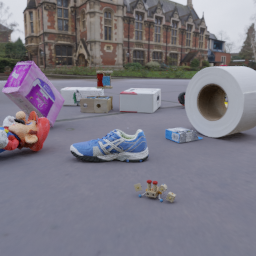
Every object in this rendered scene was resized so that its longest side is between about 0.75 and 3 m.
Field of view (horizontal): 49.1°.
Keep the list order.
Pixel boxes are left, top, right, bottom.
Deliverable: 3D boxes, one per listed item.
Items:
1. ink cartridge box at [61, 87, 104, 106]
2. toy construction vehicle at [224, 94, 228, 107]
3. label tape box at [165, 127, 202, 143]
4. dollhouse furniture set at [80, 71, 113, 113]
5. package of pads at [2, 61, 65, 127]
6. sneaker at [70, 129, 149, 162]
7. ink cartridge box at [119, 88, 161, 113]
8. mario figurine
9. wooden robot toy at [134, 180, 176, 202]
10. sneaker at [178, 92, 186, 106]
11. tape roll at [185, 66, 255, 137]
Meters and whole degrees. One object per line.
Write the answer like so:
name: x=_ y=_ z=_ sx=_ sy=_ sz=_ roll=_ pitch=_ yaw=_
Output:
ink cartridge box: x=-2.841 y=-2.016 z=17.766 sx=2.459 sy=1.037 sz=1.796 roll=0 pitch=13 yaw=2
toy construction vehicle: x=5.041 y=-1.068 z=14.241 sx=2.952 sy=1.040 sz=2.570 roll=-13 pitch=29 yaw=-37
label tape box: x=1.919 y=0.209 z=9.537 sx=1.068 sy=0.353 sz=0.765 roll=-9 pitch=15 yaw=-28
dollhouse furniture set: x=-1.695 y=-1.986 z=15.172 sx=1.492 sy=2.129 sz=1.501 roll=2 pitch=13 yaw=8
package of pads: x=-3.453 y=-1.181 z=10.538 sx=0.910 sy=1.450 sz=2.406 roll=3 pitch=-31 yaw=23
sneaker: x=-0.498 y=0.439 z=7.500 sx=2.084 sy=0.803 sz=0.789 roll=-2 pitch=15 yaw=-2
ink cartridge box: x=0.761 y=-1.603 z=15.858 sx=1.862 sy=1.081 sz=2.581 roll=3 pitch=13 yaw=15
mario figurine: x=-3.411 y=0.071 z=7.648 sx=2.594 sy=1.375 sz=1.601 roll=-20 pitch=56 yaw=-37
wooden robot toy: x=0.545 y=1.174 z=5.389 sx=0.815 sy=0.359 sz=0.370 roll=6 pitch=3 yaw=24
sneaker: x=3.891 y=-1.655 z=16.982 sx=2.750 sy=1.013 sz=1.193 roll=-3 pitch=0 yaw=-34
tape roll: x=3.475 y=-0.964 z=9.982 sx=1.670 sy=2.432 sz=2.432 roll=-9 pitch=16 yaw=-37
